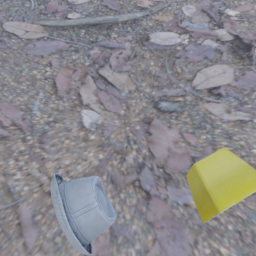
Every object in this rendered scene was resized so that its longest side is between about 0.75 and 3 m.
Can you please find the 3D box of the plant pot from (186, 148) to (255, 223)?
[{"bbox_3d":[1.320,0.790,4.064,0.827,0.827,0.729,-26,67,-14],"label":"plant pot"}]

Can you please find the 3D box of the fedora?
[{"bbox_3d":[-0.575,1.127,4.069,0.636,1.410,1.247,-25,76,-5],"label":"fedora"}]
